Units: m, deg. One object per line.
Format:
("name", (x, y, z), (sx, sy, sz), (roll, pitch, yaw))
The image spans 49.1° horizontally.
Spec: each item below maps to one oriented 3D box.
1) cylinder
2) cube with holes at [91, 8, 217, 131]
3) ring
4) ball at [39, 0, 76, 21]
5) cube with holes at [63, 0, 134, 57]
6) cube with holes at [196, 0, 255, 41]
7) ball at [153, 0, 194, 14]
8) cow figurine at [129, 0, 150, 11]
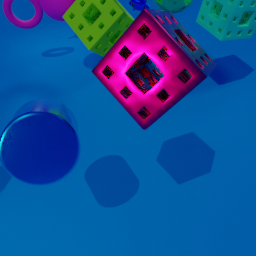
("cylinder", (-1.211, 0.154, 3.998), (1.008, 1.008, 1.008), (-10, 18, -10))
("cube with holes", (0.364, -0.747, 3.494), (0.955, 0.955, 0.955), (48, 31, 1))
("ring", (-3.254, -3.678, 8.714), (1.182, 1.182, 0.236), (-7, 41, -7))
("ball", (-1.834, -3.523, 7.653), (1.143, 1.143, 1.143), (0, 46, 0))
("cube with holes", (-0.670, -2.857, 7.590), (1.262, 1.262, 1.262), (52, 19, 14))
("cube with holes", (2.718, -3.102, 7.340), (1.123, 1.123, 1.123), (-12, 48, -24))
("ball", (1.222, -3.713, 7.480), (1.226, 1.226, 1.226), (0, 46, 0))
("cow figurine", (0.362, -3.175, 6.337), (0.515, 0.924, 0.939), (20, 56, 7))
